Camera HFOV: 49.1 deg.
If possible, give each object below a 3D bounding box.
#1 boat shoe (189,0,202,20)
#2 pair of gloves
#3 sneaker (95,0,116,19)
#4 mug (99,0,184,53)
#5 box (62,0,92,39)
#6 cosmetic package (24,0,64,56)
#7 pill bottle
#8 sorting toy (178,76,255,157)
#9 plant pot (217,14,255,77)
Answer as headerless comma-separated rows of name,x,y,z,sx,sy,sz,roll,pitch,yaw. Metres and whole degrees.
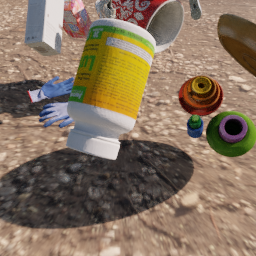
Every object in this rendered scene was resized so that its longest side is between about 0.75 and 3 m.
boat shoe,2.198,-4.050,9.143,0.359,1.015,0.461,-4,63,20
pair of gloves,-1.534,-0.632,6.362,1.266,0.179,1.575,-21,53,-23
sneaker,-0.577,-3.238,8.282,0.558,1.213,0.459,-11,8,32
mug,0.480,-4.388,9.927,1.847,2.458,2.769,-10,43,-46
box,-1.992,-4.061,10.207,0.827,1.611,0.762,10,75,15
cosmetic package,-2.495,-3.259,8.474,0.706,1.908,0.970,-1,-9,18
pill bottle,-0.250,-0.433,3.441,0.852,1.533,0.852,15,-4,1
sorting toy,1.300,-0.229,4.311,0.902,0.616,1.501,-36,68,-1
plant pot,3.081,-1.521,6.416,2.838,0.390,2.838,37,13,-10
